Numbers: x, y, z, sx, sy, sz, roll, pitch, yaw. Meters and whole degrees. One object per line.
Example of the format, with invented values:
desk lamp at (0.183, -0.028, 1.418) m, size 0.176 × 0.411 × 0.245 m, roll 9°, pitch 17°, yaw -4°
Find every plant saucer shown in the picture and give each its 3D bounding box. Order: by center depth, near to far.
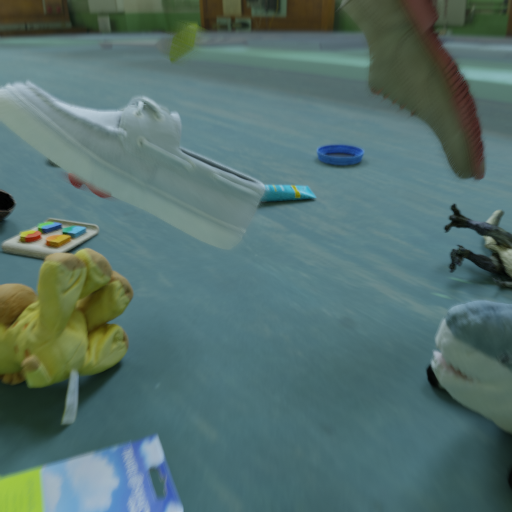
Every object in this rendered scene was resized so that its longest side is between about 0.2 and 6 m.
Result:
plant saucer at (-1.257, -3.612, 9.442) m, size 0.574 × 0.575 × 0.138 m, roll -16°, pitch -32°, yaw 41°

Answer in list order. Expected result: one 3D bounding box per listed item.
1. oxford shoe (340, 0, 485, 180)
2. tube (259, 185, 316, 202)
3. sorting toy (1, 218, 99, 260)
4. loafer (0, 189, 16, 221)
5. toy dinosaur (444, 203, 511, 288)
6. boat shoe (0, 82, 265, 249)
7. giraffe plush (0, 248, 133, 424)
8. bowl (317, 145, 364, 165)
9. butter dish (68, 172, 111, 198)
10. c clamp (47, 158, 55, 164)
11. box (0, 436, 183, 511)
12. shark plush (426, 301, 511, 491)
oxford shoe at (2.263, -2.415, 7.883) m, size 1.188 × 3.176 × 1.119 m, roll -23°, pitch 6°, yaw 28°
tube at (0.498, -1.283, 11.490) m, size 1.386 × 0.349 × 0.537 m, roll -3°, pitch 40°, yaw -16°
sorting toy at (-3.535, -0.344, 9.670) m, size 1.159 × 0.228 × 1.252 m, roll 9°, pitch 28°, yaw 17°
loafer at (-5.129, -1.111, 9.665) m, size 0.751 × 0.773 × 2.116 m, roll -8°, pitch -9°, yaw 36°
toy dinosaur at (3.697, -0.142, 8.738) m, size 1.427 × 0.769 × 3.239 m, roll 14°, pitch 26°, yaw -4°
boat shoe at (-1.008, -0.951, 5.244) m, size 2.691 × 0.922 × 0.969 m, roll 29°, pitch 9°, yaw -30°
giraffe plush at (-2.494, 0.851, 6.329) m, size 1.522 × 1.619 × 1.877 m, roll 0°, pitch 61°, yaw 22°
bowl at (2.093, -2.521, 13.995) m, size 1.163 × 0.228 × 1.163 m, roll 0°, pitch 26°, yaw 0°
butter dish at (-2.186, -1.226, 7.709) m, size 0.849 × 1.146 × 1.149 m, roll -31°, pitch 18°, yaw 0°
c clamp at (-4.513, -2.651, 14.313) m, size 1.808 × 0.245 × 1.544 m, roll -19°, pitch 38°, yaw -36°
box at (-1.573, 2.185, 4.388) m, size 1.904 × 0.454 × 1.161 m, roll -11°, pitch 29°, yaw -20°
shark plush at (3.576, 1.033, 5.345) m, size 3.951 × 1.646 × 1.795 m, roll 0°, pitch 27°, yaw -1°
